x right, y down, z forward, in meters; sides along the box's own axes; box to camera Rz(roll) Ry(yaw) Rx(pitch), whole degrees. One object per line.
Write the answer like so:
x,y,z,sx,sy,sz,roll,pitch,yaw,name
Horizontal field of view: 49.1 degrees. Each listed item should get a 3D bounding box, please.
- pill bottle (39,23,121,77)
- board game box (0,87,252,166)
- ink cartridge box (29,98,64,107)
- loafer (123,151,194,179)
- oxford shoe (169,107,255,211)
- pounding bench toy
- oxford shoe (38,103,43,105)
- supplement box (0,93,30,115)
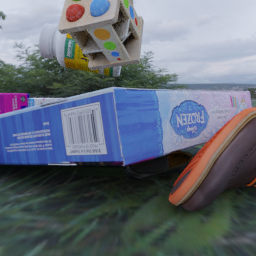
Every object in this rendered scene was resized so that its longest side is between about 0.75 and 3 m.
-1.420,-2.575,9.000,2.560,1.444,1.444,11,7,-1,pill bottle
-0.213,-0.020,4.044,2.994,0.649,2.979,-6,2,42,board game box
-4.517,-1.215,14.839,2.159,0.732,1.243,-6,9,-38,ink cartridge box
0.375,0.392,3.357,0.901,0.328,0.326,-6,-21,-31,loafer
1.318,0.278,2.836,2.255,0.803,0.818,-27,67,-36,oxford shoe
-0.478,-2.508,5.899,1.198,1.929,1.505,-3,-25,22,pounding bench toy
-3.407,-0.679,10.937,1.729,0.646,0.609,3,8,25,oxford shoe
-3.668,-0.408,7.314,1.027,1.005,1.986,4,8,31,supplement box
